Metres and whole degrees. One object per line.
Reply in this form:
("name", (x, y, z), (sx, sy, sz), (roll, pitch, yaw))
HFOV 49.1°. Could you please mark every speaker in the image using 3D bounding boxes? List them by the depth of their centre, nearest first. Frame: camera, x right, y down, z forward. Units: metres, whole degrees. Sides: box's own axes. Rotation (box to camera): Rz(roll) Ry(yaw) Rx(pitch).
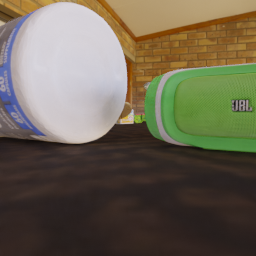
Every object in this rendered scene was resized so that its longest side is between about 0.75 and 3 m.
("speaker", (1.162, -0.200, 2.681), (1.936, 0.856, 0.856), (2, 3, 32))

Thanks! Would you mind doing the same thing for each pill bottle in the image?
("pill bottle", (-1.528, -0.637, 4.016), (2.792, 1.588, 1.588), (2, 3, 40))

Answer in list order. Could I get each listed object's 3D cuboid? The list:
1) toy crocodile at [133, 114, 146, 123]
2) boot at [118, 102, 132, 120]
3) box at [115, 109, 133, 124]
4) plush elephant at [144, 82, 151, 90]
("toy crocodile", (0.643, -0.400, 10.830), (1.340, 0.414, 0.452), (1, 3, 23))
("boot", (-0.666, -0.613, 8.393), (1.495, 0.544, 1.162), (-17, 27, 2))
("box", (-0.286, -0.424, 10.281), (0.565, 0.509, 1.004), (-3, 4, -30))
("plush elephant", (1.778, -1.008, 11.823), (1.834, 2.227, 1.724), (-13, 25, 3))
